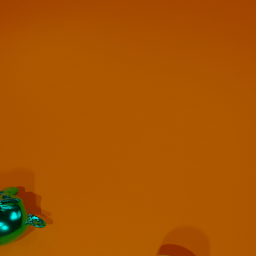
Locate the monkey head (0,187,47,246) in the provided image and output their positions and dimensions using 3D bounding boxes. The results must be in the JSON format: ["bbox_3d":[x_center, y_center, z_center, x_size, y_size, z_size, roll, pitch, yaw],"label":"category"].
[{"bbox_3d":[-2.634,1.876,5.997,1.717,1.035,1.235,-12,10,-1],"label":"monkey head"}]
